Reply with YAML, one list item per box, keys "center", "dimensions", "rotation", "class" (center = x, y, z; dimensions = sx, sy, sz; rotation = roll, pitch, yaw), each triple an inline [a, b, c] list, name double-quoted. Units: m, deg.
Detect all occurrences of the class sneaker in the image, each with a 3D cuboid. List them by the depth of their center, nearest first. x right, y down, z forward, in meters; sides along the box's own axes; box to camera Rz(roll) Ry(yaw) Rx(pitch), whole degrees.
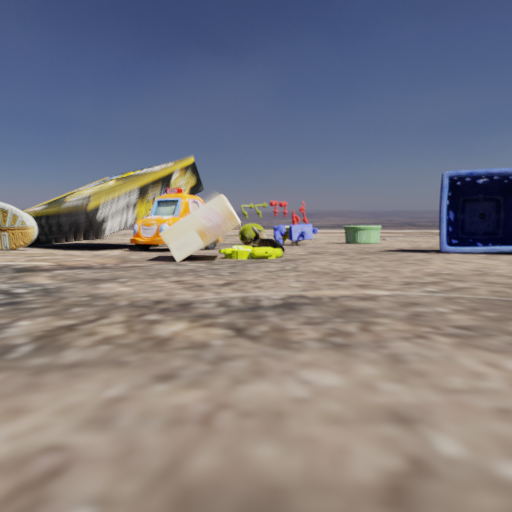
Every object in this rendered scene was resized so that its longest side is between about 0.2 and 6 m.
- center: [-5.250, -0.599, 11.313]
  dimensions: [2.531, 0.957, 1.110]
  rotation: [2, 3, 23]
  class: "sneaker"

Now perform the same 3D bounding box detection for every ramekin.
- center: [2.748, -0.543, 14.523]
  dimensions: [0.958, 0.468, 0.958]
  rotation: [0, 3, 0]
  class: "ramekin"

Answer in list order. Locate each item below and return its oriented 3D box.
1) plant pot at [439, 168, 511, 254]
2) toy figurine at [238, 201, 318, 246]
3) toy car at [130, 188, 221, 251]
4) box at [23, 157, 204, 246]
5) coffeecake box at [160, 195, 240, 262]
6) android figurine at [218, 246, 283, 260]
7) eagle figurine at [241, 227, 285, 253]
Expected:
- center: [3.997, -0.718, 9.906]
  dimensions: [1.431, 1.430, 1.286]
  rotation: [1, -3, 19]
  class: "plant pot"
- center: [0.752, -0.727, 13.327]
  dimensions: [2.062, 1.088, 1.235]
  rotation: [-3, 10, -33]
  class: "toy figurine"
- center: [-2.226, -0.749, 11.637]
  dimensions: [1.802, 1.223, 3.674]
  rotation: [-2, 5, -38]
  class: "toy car"
- center: [-3.244, -1.157, 12.222]
  dimensions: [3.446, 0.850, 2.751]
  rotation: [-2, 21, 45]
  class: "box"
- center: [-0.765, -0.405, 8.095]
  dimensions: [1.008, 0.480, 1.313]
  rotation: [-32, 3, 1]
  class: "coffeecake box"
- center: [-0.093, -0.047, 8.372]
  dimensions: [0.922, 0.189, 0.840]
  rotation: [1, 3, -23]
  class: "android figurine"
- center: [0.105, -0.228, 9.513]
  dimensions: [0.680, 0.516, 0.513]
  rotation: [-9, -12, -37]
  class: "eagle figurine"
